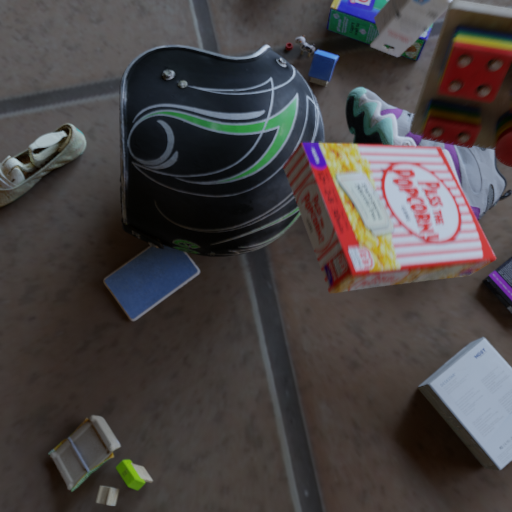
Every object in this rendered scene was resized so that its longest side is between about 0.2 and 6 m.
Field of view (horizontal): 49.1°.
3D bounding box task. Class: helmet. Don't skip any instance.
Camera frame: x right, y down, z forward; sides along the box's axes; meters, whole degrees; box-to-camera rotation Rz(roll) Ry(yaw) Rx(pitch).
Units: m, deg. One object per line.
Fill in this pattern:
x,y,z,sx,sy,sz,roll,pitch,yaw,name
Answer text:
-0.468,-1.553,8.404,2.990,3.136,3.136,1,72,-11,helmet

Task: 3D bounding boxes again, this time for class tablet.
-1.726,0.340,9.265,1.384,0.095,0.901,-37,76,-10,tablet

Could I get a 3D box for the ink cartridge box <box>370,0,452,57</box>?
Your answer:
2.282,-3.637,8.498,0.673,1.162,0.387,7,61,-31,ink cartridge box

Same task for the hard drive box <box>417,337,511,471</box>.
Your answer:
3.430,2.200,8.408,1.186,0.584,1.522,-35,76,-10,hard drive box

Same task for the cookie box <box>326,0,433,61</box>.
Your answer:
2.483,-4.770,10.571,1.861,0.699,1.592,21,75,7,cookie box

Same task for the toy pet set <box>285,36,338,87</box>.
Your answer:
0.871,-3.471,10.209,1.083,0.616,1.160,19,74,6,toy pet set

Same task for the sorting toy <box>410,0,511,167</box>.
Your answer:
3.033,-1.941,6.878,1.874,1.886,0.656,13,54,7,sorting toy

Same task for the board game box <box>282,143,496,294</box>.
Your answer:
1.396,-0.444,5.845,1.949,0.451,1.476,-5,65,-29,board game box

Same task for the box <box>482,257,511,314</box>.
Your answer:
4.502,0.363,9.191,1.276,0.230,0.912,-36,76,-9,box

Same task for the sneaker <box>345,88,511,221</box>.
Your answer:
3.064,-1.923,9.515,2.123,1.180,3.035,-33,85,-12,sneaker

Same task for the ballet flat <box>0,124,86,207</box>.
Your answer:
-3.913,-1.611,9.595,2.081,0.649,0.702,-38,73,-11,ballet flat

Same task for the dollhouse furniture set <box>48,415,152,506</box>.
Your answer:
-2.137,3.300,8.227,0.922,0.713,1.846,-44,58,-5,dollhouse furniture set
